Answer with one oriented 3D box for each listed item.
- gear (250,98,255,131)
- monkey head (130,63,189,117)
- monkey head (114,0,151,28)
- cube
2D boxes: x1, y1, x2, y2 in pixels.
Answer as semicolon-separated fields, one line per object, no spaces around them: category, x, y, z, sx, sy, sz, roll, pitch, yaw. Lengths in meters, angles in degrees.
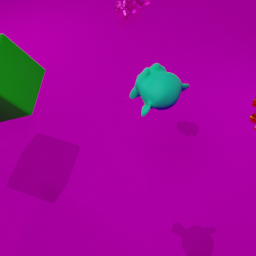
gear;3.532;-0.560;6.381;1.652;1.652;0.306;-22;34;-16
monkey head;0.456;-0.592;4.752;1.234;0.887;0.743;-33;83;-37
monkey head;0.075;-3.423;8.320;1.255;0.756;0.903;-30;60;29
cube;-3.105;-1.106;6.714;1.392;1.392;1.392;-9;59;29
